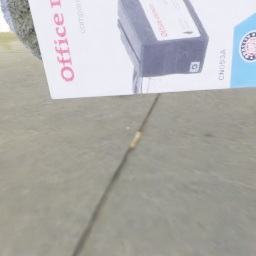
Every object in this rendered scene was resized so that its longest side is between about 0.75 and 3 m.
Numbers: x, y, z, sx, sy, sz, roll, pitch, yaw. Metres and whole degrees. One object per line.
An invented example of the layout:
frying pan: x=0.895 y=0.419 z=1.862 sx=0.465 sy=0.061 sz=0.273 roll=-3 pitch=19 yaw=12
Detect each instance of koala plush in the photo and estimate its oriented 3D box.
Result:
koala plush: x=-1.478 y=-2.782 z=6.571 sx=2.685 sy=2.591 sz=2.922 roll=32 pitch=13 yaw=-25

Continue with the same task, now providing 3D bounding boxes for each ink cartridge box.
ink cartridge box: x=0.372 y=-1.628 z=3.553 sx=2.976 sy=2.159 sz=1.246 roll=-3 pitch=26 yaw=8
